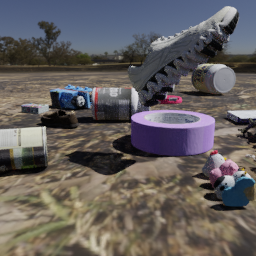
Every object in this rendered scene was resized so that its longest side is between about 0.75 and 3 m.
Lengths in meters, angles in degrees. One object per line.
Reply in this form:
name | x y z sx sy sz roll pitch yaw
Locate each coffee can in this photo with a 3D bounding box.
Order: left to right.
coffee can | -2.506 0.469 6.346 1.285 0.941 0.941 -4 15 -17

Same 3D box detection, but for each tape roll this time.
tape roll | 1.295 0.066 8.303 2.416 0.792 2.416 1 14 0

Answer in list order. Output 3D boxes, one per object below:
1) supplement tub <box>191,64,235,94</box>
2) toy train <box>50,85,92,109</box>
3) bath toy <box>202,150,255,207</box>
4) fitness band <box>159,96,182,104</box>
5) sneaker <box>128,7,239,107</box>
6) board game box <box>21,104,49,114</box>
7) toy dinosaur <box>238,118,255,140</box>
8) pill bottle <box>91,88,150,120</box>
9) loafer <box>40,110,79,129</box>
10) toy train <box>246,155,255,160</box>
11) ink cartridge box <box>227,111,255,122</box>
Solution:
supplement tub | 5.931 -3.451 19.638 2.023 2.023 2.790 -4 14 -16
toy train | -2.810 -1.526 14.281 2.418 1.048 1.381 13 28 36
bath toy | 1.911 0.894 5.432 0.698 0.593 1.605 0 13 -1
fitness band | 2.132 -1.613 15.936 1.877 0.351 1.348 -1 12 -8
sneaker | 1.164 -1.785 6.526 2.935 1.190 1.103 -39 -18 22
board game box | -4.356 -0.913 13.131 1.003 0.322 0.740 5 14 21
toy dinosaur | 4.124 -0.050 8.796 1.006 0.542 2.283 -36 2 -6
pill bottle | -0.281 -0.982 11.377 2.278 1.297 1.297 0 14 0
loafer | -2.549 -0.400 10.473 1.720 0.614 0.628 7 16 26
toy train | 3.283 0.760 6.623 1.067 0.297 0.801 -7 14 -38
ink cartridge box | 4.914 -0.420 11.202 1.425 0.314 1.451 0 16 -1
